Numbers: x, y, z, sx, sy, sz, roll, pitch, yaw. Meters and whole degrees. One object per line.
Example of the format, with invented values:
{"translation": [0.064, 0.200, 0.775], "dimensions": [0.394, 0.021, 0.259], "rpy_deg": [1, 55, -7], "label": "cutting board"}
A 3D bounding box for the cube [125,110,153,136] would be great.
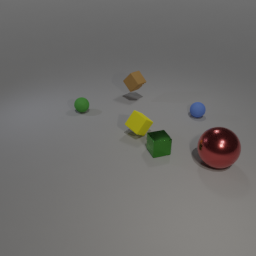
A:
{"translation": [0.442, -0.189, 11.161], "dimensions": [0.700, 0.700, 0.700], "rpy_deg": [40, 11, 28], "label": "cube"}

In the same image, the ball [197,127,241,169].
{"translation": [3.051, 0.657, 9.418], "dimensions": [1.400, 1.400, 1.400], "rpy_deg": [0, 30, 0], "label": "ball"}

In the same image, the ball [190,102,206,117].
{"translation": [3.150, -0.825, 12.667], "dimensions": [0.700, 0.700, 0.700], "rpy_deg": [0, 30, 0], "label": "ball"}

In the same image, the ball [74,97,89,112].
{"translation": [-2.157, -1.083, 13.074], "dimensions": [0.700, 0.700, 0.700], "rpy_deg": [0, 30, 0], "label": "ball"}

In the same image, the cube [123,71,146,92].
{"translation": [0.335, -2.315, 13.887], "dimensions": [0.700, 0.700, 0.700], "rpy_deg": [-27, 82, -46], "label": "cube"}

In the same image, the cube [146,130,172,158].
{"translation": [1.128, 0.573, 10.247], "dimensions": [0.700, 0.700, 0.700], "rpy_deg": [-9, 31, -16], "label": "cube"}
